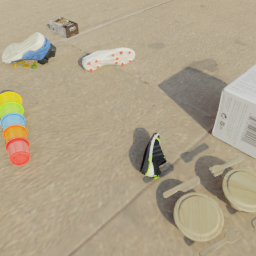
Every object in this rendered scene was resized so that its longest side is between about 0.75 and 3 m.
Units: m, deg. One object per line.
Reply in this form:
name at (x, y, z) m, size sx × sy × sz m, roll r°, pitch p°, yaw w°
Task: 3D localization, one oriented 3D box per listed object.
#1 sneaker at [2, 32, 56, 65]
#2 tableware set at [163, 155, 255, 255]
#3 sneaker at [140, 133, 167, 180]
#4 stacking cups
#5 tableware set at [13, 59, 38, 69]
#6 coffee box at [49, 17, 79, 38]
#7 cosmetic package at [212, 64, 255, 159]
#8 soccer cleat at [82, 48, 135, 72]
sneaker at (-3.989, -2.995, 11.509) m, size 2.295 × 1.276 × 0.881 m, roll -18°, pitch 64°, yaw 25°
tableware set at (2.153, 1.773, 6.495) m, size 2.474 × 0.496 × 1.635 m, roll -22°, pitch 56°, yaw -16°
sneaker at (0.760, 0.788, 7.655) m, size 0.618 × 0.535 × 1.492 m, roll 21°, pitch 48°, yaw -1°
stacking cups at (-3.343, 0.009, 8.342) m, size 0.802 × 0.802 × 2.650 m, roll -17°, pitch 50°, yaw -18°
tableware set at (-4.239, -2.629, 11.607) m, size 1.017 × 0.156 × 0.685 m, roll -1°, pitch 45°, yaw -3°
coffee box at (-3.171, -5.015, 13.929) m, size 1.346 × 0.537 × 0.761 m, roll 31°, pitch 51°, yaw 30°
cosmetic package at (3.832, -0.523, 8.082) m, size 1.724 × 1.722 × 2.089 m, roll 32°, pitch 51°, yaw 32°
soccer cleat at (-0.816, -2.917, 11.486) m, size 2.231 × 0.773 × 0.865 m, roll -16°, pitch 42°, yaw -13°
